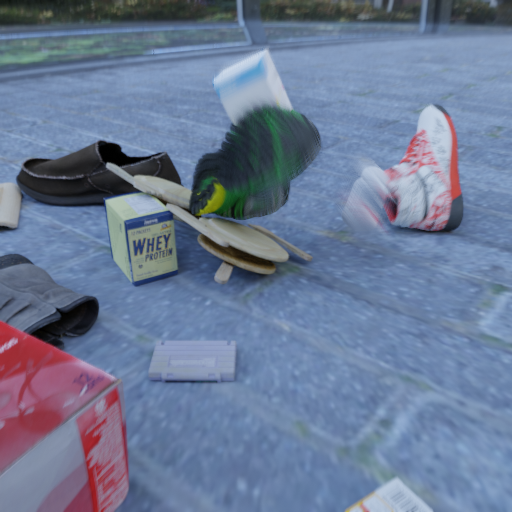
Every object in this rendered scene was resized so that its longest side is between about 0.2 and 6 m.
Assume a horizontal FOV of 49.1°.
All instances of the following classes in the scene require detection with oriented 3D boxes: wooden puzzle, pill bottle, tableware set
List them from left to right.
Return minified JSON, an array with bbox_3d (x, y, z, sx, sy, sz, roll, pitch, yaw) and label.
[{"bbox_3d":[-5.698,-0.910,10.583,2.258,0.420,2.089,-8,29,-16],"label":"wooden puzzle"},{"bbox_3d":[-0.911,-0.463,9.240,2.222,0.674,3.362,9,19,-49],"label":"tableware set"},{"bbox_3d":[1.706,-0.886,8.619,0.540,0.540,0.904,14,66,24],"label":"pill bottle"}]

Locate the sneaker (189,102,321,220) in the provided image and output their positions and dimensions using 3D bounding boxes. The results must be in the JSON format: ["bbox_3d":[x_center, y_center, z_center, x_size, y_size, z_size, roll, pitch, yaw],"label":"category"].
[{"bbox_3d":[0.084,-1.262,8.093,1.277,1.170,2.998,9,-12,-24],"label":"sneaker"}]

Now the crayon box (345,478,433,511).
[{"bbox_3d":[0.909,2.429,4.368,1.358,0.350,0.854,-17,32,-29],"label":"crayon box"}]

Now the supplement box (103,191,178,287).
[{"bbox_3d":[-1.795,-0.301,8.714,0.729,1.086,1.085,-16,32,-27],"label":"supplement box"}]

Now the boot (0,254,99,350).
[{"bbox_3d":[-3.392,0.833,6.879,1.706,0.904,2.592,24,40,30],"label":"boot"}]

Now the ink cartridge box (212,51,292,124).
[{"bbox_3d":[0.024,-2.309,8.538,0.783,1.251,0.804,-19,24,21],"label":"ink cartridge box"}]

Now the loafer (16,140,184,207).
[{"bbox_3d":[-3.140,-1.757,11.267,3.536,1.262,1.291,4,28,8],"label":"loafer"}]

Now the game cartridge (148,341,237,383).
[{"bbox_3d":[-0.750,1.272,6.752,1.007,0.193,0.653,0,32,1],"label":"game cartridge"}]

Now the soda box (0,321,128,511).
[{"bbox_3d":[-2.906,2.280,3.449,1.609,1.457,4.595,17,32,26],"label":"soda box"}]

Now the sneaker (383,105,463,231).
[{"bbox_3d":[2.901,-1.684,10.262,1.367,0.852,2.550,1,71,-8],"label":"sneaker"}]
